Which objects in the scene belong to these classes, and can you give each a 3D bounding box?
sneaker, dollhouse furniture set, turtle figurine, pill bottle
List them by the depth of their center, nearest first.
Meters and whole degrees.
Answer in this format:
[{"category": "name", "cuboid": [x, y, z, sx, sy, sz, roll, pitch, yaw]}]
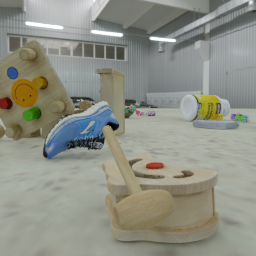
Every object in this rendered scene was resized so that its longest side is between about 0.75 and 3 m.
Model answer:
[{"category": "sneaker", "cuboid": [-0.571, 0.081, 3.673, 1.174, 0.523, 0.461, -33, -15, -33]}, {"category": "dollhouse furniture set", "cuboid": [-1.180, -0.549, 6.266, 2.083, 1.384, 1.826, 1, 5, 15]}, {"category": "pill bottle", "cuboid": [3.167, -0.814, 11.398, 1.893, 1.060, 1.060, -2, 5, -24]}, {"category": "turtle figurine", "cuboid": [-0.179, -0.947, 13.424, 1.505, 1.012, 2.010, 14, -21, -39]}]

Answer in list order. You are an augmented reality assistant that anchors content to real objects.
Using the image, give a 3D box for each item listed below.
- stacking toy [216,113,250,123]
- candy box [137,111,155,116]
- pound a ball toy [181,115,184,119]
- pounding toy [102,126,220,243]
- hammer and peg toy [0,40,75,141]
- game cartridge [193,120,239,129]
[{"category": "stacking toy", "cuboid": [4.191, -0.348, 10.490, 1.101, 0.343, 1.460, -4, 8, -20]}, {"category": "candy box", "cuboid": [1.070, -0.857, 16.493, 0.626, 0.280, 0.917, -6, 7, -44]}, {"category": "pound a ball toy", "cuboid": [3.407, -0.980, 13.320, 1.638, 1.067, 2.512, 0, 5, 7]}, {"category": "pounding toy", "cuboid": [0.163, 0.250, 1.571, 0.584, 0.586, 1.022, -5, 6, -9]}, {"category": "hammer and peg toy", "cuboid": [-1.986, -0.504, 4.776, 1.847, 1.358, 0.651, -25, 9, 14]}, {"category": "game cartridge", "cuboid": [2.481, -0.102, 8.065, 0.758, 0.236, 1.138, -9, 9, -38]}]
